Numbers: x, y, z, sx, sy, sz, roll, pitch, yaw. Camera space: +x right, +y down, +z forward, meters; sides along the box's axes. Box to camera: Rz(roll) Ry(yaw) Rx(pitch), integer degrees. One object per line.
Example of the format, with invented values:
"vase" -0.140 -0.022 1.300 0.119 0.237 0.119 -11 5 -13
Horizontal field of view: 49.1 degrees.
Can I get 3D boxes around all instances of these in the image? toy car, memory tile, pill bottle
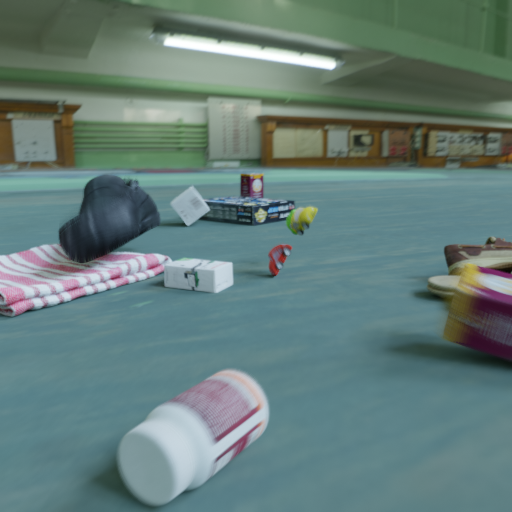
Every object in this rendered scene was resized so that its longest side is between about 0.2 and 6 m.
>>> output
"toy car" 0.509 -0.384 7.900 0.260 1.165 1.096 30 29 -4
"memory tile" 3.433 0.467 6.404 2.496 0.210 1.913 -3 12 -17
"pill bottle" -0.330 0.982 3.102 0.467 0.467 0.818 7 12 31

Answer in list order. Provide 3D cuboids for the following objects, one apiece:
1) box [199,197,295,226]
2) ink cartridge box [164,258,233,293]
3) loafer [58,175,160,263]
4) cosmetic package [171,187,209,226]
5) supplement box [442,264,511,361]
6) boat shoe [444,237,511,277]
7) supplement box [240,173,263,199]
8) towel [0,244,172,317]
"box" -0.336 -1.149 13.865 2.080 0.478 1.653 9 14 38
"ink cartridge box" -0.733 0.245 7.243 0.739 0.312 0.540 5 12 22
"loafer" -2.184 -0.626 8.152 1.026 1.061 3.023 -28 8 7
"cosmetic package" -1.513 -1.137 12.778 0.633 0.637 0.761 -38 13 -1
"supplement box" 2.153 0.509 4.692 0.990 0.511 0.648 16 26 21
"boat shoe" 3.257 -0.022 7.502 1.580 0.569 0.570 -6 -27 -9
"supplement box" -0.124 -1.844 16.022 0.434 1.014 0.559 11 15 44
"towel" -2.720 0.163 7.413 2.029 0.415 2.773 8 13 30
